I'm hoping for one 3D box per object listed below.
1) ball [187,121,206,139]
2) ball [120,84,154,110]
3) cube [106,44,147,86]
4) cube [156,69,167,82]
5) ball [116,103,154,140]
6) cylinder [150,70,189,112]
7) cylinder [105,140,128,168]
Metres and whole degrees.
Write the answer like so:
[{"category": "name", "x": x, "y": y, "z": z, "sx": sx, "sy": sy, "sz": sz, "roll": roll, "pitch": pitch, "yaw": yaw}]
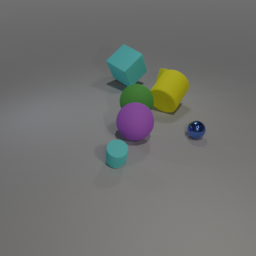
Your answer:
[{"category": "ball", "x": 2.621, "y": 0.069, "z": 10.743, "sx": 0.700, "sy": 0.700, "sz": 0.700, "roll": 0, "pitch": 30, "yaw": 0}, {"category": "ball", "x": 0.354, "y": -1.099, "z": 11.500, "sx": 1.400, "sy": 1.400, "sz": 1.400, "roll": 0, "pitch": 30, "yaw": 0}, {"category": "cube", "x": -0.050, "y": -3.294, "z": 14.937, "sx": 1.400, "sy": 1.400, "sz": 1.400, "roll": 36, "pitch": 76, "yaw": 29}, {"category": "cube", "x": 1.915, "y": -2.529, "z": 13.998, "sx": 0.700, "sy": 0.700, "sz": 0.700, "roll": 15, "pitch": 8, "yaw": -15}, {"category": "ball", "x": 0.266, "y": -0.239, "z": 10.343, "sx": 1.400, "sy": 1.400, "sz": 1.400, "roll": 0, "pitch": 30, "yaw": 0}, {"category": "cylinder", "x": 1.851, "y": -1.663, "z": 12.665, "sx": 1.400, "sy": 1.400, "sz": 1.400, "roll": 18, "pitch": 57, "yaw": 29}, {"category": "cylinder", "x": -0.372, "y": 0.851, "z": 9.161, "sx": 0.700, "sy": 0.700, "sz": 0.700, "roll": 4, "pitch": 52, "yaw": -5}]
